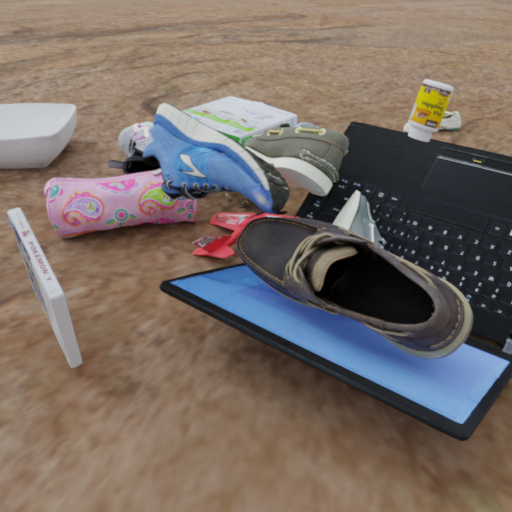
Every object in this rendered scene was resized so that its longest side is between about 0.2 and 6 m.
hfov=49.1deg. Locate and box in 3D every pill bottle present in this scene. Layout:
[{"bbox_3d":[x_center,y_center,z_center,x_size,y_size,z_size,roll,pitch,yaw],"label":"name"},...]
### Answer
[{"bbox_3d":[2.015,-1.689,6.544,0.361,0.661,0.361,13,23,-6],"label":"pill bottle"}]

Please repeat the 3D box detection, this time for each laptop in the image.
[{"bbox_3d":[1.735,-0.323,7.217,3.896,2.270,4.396,23,73,30],"label":"laptop"}]

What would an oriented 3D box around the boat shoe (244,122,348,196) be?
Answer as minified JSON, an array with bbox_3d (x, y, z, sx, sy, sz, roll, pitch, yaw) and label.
[{"bbox_3d":[0.555,-1.679,9.168,1.033,0.864,2.891,33,1,-26],"label":"boat shoe"}]

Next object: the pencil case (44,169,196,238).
[{"bbox_3d":[-2.255,-0.970,9.604,2.527,1.105,1.105,-9,33,-13],"label":"pencil case"}]

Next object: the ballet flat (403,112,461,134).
[{"bbox_3d":[4.402,-3.389,14.031,1.535,0.551,0.551,-7,33,-10],"label":"ballet flat"}]

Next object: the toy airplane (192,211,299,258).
[{"bbox_3d":[-0.244,-0.385,9.214,1.971,0.363,1.971,-11,18,4],"label":"toy airplane"}]

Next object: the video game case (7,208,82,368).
[{"bbox_3d":[-2.422,0.400,6.480,0.172,1.496,1.363,-24,58,-24],"label":"video game case"}]

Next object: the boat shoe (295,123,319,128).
[{"bbox_3d":[0.712,-2.143,11.663,0.826,0.959,2.664,-32,-6,39],"label":"boat shoe"}]

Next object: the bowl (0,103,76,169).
[{"bbox_3d":[-5.272,-2.634,12.458,2.347,0.876,2.344,0,32,-2],"label":"bowl"}]

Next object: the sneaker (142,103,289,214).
[{"bbox_3d":[-0.614,-1.108,7.585,2.471,1.102,0.971,33,7,32],"label":"sneaker"}]

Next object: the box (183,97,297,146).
[{"bbox_3d":[-0.476,-2.688,12.381,2.121,1.026,1.872,25,40,34],"label":"box"}]

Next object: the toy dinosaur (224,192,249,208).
[{"bbox_3d":[-0.375,-1.435,10.472,1.907,0.555,0.964,4,49,-58],"label":"toy dinosaur"}]

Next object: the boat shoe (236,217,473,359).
[{"bbox_3d":[0.925,0.118,6.269,2.968,1.088,1.106,22,81,33],"label":"boat shoe"}]

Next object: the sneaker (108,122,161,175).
[{"bbox_3d":[-2.301,-1.960,11.062,2.545,0.989,1.780,22,29,32],"label":"sneaker"}]

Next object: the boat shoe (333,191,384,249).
[{"bbox_3d":[1.396,-0.098,7.788,0.679,0.800,2.198,26,39,-6],"label":"boat shoe"}]
